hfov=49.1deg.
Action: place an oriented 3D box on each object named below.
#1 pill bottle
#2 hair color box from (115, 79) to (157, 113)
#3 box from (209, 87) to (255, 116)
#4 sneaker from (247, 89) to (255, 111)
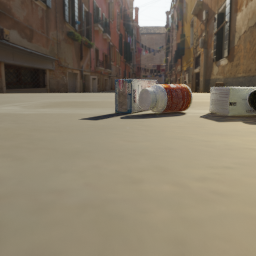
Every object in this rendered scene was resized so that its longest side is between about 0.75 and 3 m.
[{"bbox_3d":[1.468,-1.163,11.062,2.004,1.124,1.124,-6,10,-32],"label":"pill bottle"},{"bbox_3d":[0.407,-1.400,11.940,0.808,1.336,2.671,4,9,26],"label":"hair color box"},{"bbox_3d":[4.129,-1.034,10.580,1.553,1.020,1.561,-2,9,-10],"label":"box"},{"bbox_3d":[5.237,-1.006,9.884,2.667,1.115,1.610,7,13,-6],"label":"sneaker"}]
